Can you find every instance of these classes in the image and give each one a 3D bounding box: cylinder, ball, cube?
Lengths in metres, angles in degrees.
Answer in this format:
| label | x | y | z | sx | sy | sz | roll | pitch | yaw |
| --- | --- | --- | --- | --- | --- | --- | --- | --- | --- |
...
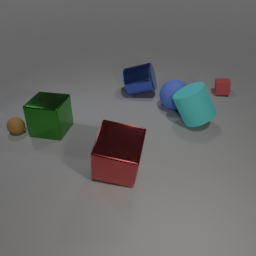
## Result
| label | x | y | z | sx | sy | sz | roll | pitch | yaw |
| --- | --- | --- | --- | --- | --- | --- | --- | --- | --- |
| cylinder | 0.609 | -2.450 | 14.081 | 1.400 | 1.400 | 1.400 | -10 | 29 | 16 |
| ball | 2.156 | -1.534 | 12.920 | 1.400 | 1.400 | 1.400 | 0 | 32 | 0 |
| cylinder | 2.755 | -0.972 | 11.602 | 1.400 | 1.400 | 1.400 | -27 | 18 | 10 |
| cube | 4.874 | -2.131 | 14.463 | 0.700 | 0.700 | 0.700 | 1 | 26 | 12 |
| cube | -0.301 | 0.808 | 8.755 | 1.400 | 1.400 | 1.400 | 12 | 50 | 3 |
| cube | -3.171 | -0.516 | 11.344 | 1.400 | 1.400 | 1.400 | 6 | 33 | 10 |
| ball | -4.532 | -0.093 | 11.324 | 0.700 | 0.700 | 0.700 | 0 | 32 | 0 |
